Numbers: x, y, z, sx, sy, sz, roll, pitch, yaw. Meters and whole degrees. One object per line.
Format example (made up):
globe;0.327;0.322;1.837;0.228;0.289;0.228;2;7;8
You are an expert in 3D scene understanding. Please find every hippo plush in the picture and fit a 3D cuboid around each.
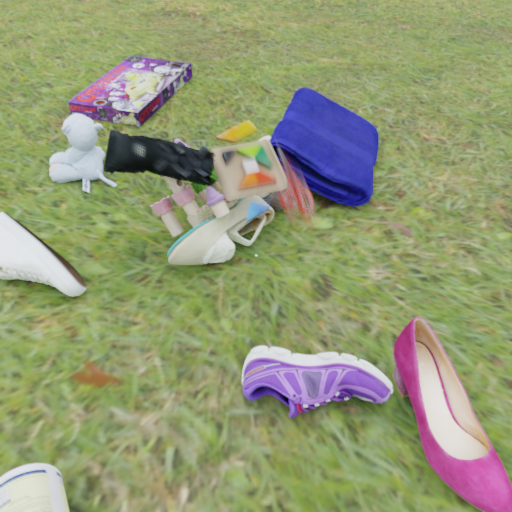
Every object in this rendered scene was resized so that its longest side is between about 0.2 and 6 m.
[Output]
hippo plush;-4.277;-2.526;13.236;1.430;1.444;1.795;-15;42;-17

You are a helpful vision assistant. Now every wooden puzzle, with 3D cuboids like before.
wooden puzzle;-0.158;-1.718;10.862;1.377;0.239;2.041;-23;71;-20

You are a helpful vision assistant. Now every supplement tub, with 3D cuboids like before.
supplement tub;-2.700;3.244;6.771;0.857;0.857;1.182;-16;43;-19

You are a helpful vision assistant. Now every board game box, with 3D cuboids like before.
board game box;-3.705;-5.116;17.105;2.261;0.608;3.767;8;41;16

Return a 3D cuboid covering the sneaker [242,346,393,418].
sneaker;0.888;2.022;8.455;2.277;0.918;0.950;2;54;16

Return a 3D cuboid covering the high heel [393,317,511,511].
high heel;2.739;2.126;7.771;0.904;1.288;2.685;-8;41;-10

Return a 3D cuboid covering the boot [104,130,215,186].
boot;-1.849;-1.820;10.518;1.820;0.822;2.221;7;5;-22

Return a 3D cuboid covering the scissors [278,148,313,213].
scissors;0.541;-1.083;7.912;0.471;0.090;1.288;5;48;-7

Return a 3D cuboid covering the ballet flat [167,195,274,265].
ballet flat;-0.576;-0.419;11.206;0.947;0.947;2.726;25;44;27

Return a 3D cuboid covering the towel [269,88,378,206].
towel;1.670;-2.634;13.487;2.576;0.864;3.488;29;39;-6

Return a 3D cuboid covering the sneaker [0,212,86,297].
sneaker;-4.276;0.236;10.589;2.546;0.927;1.078;33;79;26

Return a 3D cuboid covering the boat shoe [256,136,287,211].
boat shoe;0.284;-1.956;13.084;0.877;0.727;2.442;-35;33;22

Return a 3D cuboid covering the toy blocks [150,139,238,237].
toy blocks;-1.059;-1.705;11.379;2.042;1.719;1.908;-17;17;46
